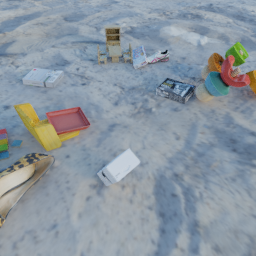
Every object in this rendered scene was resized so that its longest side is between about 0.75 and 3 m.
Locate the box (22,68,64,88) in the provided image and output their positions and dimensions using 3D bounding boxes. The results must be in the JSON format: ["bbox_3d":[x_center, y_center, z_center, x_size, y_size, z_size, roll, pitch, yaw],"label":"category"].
[{"bbox_3d":[-3.974,-2.377,13.187,1.540,0.317,1.201,8,39,9],"label":"box"}]

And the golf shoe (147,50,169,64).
[{"bbox_3d":[1.499,-3.754,14.658,1.332,0.613,0.484,-14,40,-9],"label":"golf shoe"}]

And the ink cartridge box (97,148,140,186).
[{"bbox_3d":[-0.288,1.126,7.889,0.880,1.217,0.513,-39,89,-24],"label":"ink cartridge box"}]

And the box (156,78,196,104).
[{"bbox_3d":[2.083,-1.643,12.237,1.398,0.348,1.102,23,45,25],"label":"box"}]

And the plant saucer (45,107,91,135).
[{"bbox_3d":[-2.211,-0.243,10.304,1.361,0.250,1.364,-13,40,-22],"label":"plant saucer"}]

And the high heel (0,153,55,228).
[{"bbox_3d":[-2.837,1.557,7.259,2.120,1.062,2.974,-22,24,-12],"label":"high heel"}]

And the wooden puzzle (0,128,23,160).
[{"bbox_3d":[-4.889,0.673,9.494,2.527,0.178,1.498,-14,41,-17],"label":"wooden puzzle"}]

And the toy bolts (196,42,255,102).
[{"bbox_3d":[4.246,-1.893,11.991,2.828,2.053,2.961,54,40,-1],"label":"toy bolts"}]

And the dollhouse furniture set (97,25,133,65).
[{"bbox_3d":[-0.748,-4.451,14.923,1.803,1.366,2.057,-4,39,-5],"label":"dollhouse furniture set"}]

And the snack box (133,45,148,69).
[{"bbox_3d":[0.597,-3.767,14.778,0.702,0.237,1.952,-22,36,14],"label":"snack box"}]

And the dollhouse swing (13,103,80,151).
[{"bbox_3d":[-2.755,-0.293,9.839,1.492,1.542,1.697,-35,49,-21],"label":"dollhouse swing"}]
